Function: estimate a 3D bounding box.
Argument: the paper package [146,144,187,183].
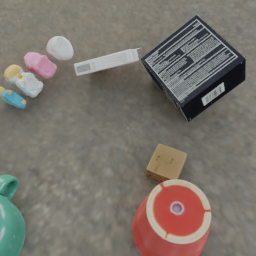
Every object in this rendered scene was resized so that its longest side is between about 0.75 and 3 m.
[{"bbox_3d":[1.073,1.040,7.918,0.916,0.497,0.961,21,59,13],"label":"paper package"}]

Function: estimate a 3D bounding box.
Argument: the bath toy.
[{"bbox_3d":[-3.082,-1.975,9.417,1.262,1.072,2.902,45,70,-19],"label":"bath toy"}]

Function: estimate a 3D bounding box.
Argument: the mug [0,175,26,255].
[{"bbox_3d":[-3.513,2.232,6.518,1.866,1.404,2.271,-13,62,-11],"label":"mug"}]

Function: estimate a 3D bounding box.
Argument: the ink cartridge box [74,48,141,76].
[{"bbox_3d":[-0.583,-2.257,9.462,1.945,0.435,1.714,-9,14,19],"label":"ink cartridge box"}]

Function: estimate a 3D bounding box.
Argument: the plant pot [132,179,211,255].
[{"bbox_3d":[1.048,2.140,6.516,1.931,1.709,1.931,0,57,1],"label":"plant pot"}]

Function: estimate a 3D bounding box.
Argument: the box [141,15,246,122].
[{"bbox_3d":[2.041,-1.853,8.820,2.283,1.407,2.265,-37,63,7],"label":"box"}]
